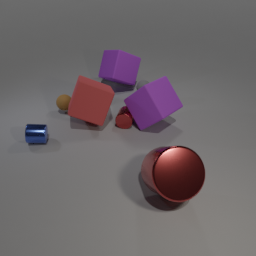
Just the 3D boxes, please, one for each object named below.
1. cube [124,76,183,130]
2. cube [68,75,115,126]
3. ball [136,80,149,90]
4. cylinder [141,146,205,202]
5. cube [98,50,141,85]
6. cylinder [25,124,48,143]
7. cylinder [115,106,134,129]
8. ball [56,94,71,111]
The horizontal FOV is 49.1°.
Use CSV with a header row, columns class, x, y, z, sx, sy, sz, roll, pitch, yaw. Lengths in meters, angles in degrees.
class,x,y,z,sx,sy,sz,roll,pitch,yaw
cube,0.990,-0.969,10.976,1.400,1.400,1.400,-30,0,-41
cube,-1.482,-1.104,11.073,1.400,1.400,1.400,18,15,-16
ball,0.757,-1.981,13.580,0.700,0.700,0.700,0,32,0
cylinder,1.170,1.194,7.624,1.400,1.400,1.400,-6,-4,-10
cube,-0.433,-3.032,14.051,1.400,1.400,1.400,10,6,-39
cylinder,-3.342,0.206,10.260,0.700,0.700,0.700,1,32,-9
cylinder,-0.104,-0.431,11.338,0.700,0.700,0.700,6,33,9
ball,-2.739,-1.101,12.083,0.700,0.700,0.700,0,32,0
